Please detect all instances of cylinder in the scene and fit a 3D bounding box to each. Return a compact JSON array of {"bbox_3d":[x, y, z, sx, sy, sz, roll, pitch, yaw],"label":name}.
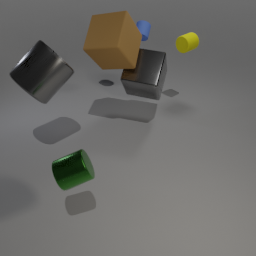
[{"bbox_3d":[0.677,-4.614,13.315,0.700,0.700,0.700,13,-9,2],"label":"cylinder"},{"bbox_3d":[2.471,-3.552,11.672,0.700,0.700,0.700,-29,42,-31],"label":"cylinder"},{"bbox_3d":[-2.615,-1.699,8.602,1.400,1.400,1.400,-48,43,0],"label":"cylinder"},{"bbox_3d":[-1.173,0.903,6.060,0.700,0.700,0.700,-23,33,2],"label":"cylinder"}]

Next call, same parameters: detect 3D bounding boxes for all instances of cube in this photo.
[{"bbox_3d":[0.657,-2.063,10.794,1.400,1.400,1.400,13,77,13],"label":"cube"},{"bbox_3d":[-0.498,-3.007,9.806,1.400,1.400,1.400,4,73,27],"label":"cube"}]
